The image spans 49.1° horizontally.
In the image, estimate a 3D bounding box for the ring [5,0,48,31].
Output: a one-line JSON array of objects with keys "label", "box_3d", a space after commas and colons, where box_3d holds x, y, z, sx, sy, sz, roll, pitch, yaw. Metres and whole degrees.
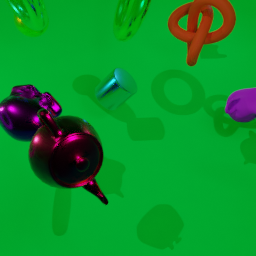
[{"label": "ring", "box_3d": [-2.506, -3.114, 6.258, 0.397, 1.985, 1.985, -40, 67, -16]}]

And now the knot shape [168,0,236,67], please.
[{"label": "knot shape", "box_3d": [1.594, -2.193, 6.446, 0.759, 1.538, 1.643, 0, 16, -33]}]

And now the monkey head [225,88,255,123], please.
[{"label": "monkey head", "box_3d": [2.865, -0.705, 6.661, 0.975, 1.164, 1.618, 10, 18, 31]}]

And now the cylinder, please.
[{"label": "cylinder", "box_3d": [-0.315, -1.013, 7.340, 0.821, 0.821, 0.821, 30, 41, -30]}]

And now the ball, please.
[{"label": "ball", "box_3d": [-2.640, -2.965, 7.675, 0.917, 0.917, 0.917, 0, 59, 0]}]

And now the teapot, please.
[{"label": "teapot", "box_3d": [-0.861, 0.476, 4.388, 1.186, 1.908, 0.934, -39, 31, -20]}]

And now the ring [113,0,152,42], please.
[{"label": "ring", "box_3d": [0.116, -3.126, 7.002, 0.390, 1.951, 1.951, 14, 56, -21]}]

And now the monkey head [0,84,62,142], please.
[{"label": "monkey head", "box_3d": [-2.101, -0.191, 6.004, 1.883, 1.355, 1.135, 25, 68, -2]}]
